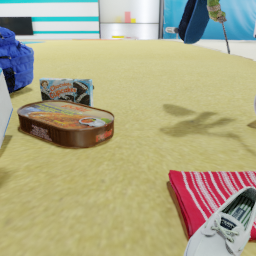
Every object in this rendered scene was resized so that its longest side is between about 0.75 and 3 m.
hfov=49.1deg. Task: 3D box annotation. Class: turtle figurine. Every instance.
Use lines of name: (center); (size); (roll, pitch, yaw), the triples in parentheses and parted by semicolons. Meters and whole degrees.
turtle figurine: (2.661, -2.982, 6.029); (2.421, 1.742, 2.348); (40, 60, 14)

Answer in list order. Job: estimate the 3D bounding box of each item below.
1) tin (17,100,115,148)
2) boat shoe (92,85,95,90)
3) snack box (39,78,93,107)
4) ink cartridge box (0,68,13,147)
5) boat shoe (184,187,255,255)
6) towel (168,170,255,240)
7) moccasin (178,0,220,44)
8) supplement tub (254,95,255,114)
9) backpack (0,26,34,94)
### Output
tin: (-1.537, -0.174, 6.884); (2.734, 0.572, 1.531); (16, 30, 35)
boat shoe: (-1.590, -1.394, 10.486); (0.263, 0.281, 0.780); (-26, 6, 46)
snack box: (-1.871, -1.042, 8.563); (1.585, 0.921, 0.294); (3, 20, 8)
ink cartridge box: (-3.841, -0.183, 5.259); (2.707, 1.163, 1.982); (-3, 40, -5)
boat shoe: (1.059, 1.144, 3.131); (0.530, 0.481, 1.441); (25, 41, 27)
towel: (1.735, 1.033, 4.103); (2.118, 0.238, 1.531); (-1, 22, -2)
moccasin: (1.859, -3.470, 7.369); (0.991, 2.462, 0.840); (2, 42, -31)
supplement tub: (4.215, -0.713, 7.168); (1.819, 1.314, 1.314); (-19, 28, -40)
backpack: (-4.769, -2.404, 9.980); (2.376, 2.454, 2.925); (26, 28, 16)
